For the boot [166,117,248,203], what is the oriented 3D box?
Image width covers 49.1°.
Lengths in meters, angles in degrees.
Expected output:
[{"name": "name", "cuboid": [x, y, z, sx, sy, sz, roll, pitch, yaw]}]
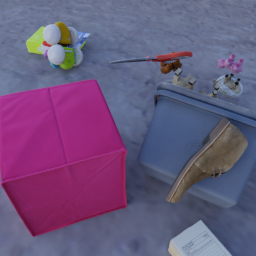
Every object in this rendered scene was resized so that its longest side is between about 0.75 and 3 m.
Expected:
[{"name": "boot", "cuboid": [1.578, 0.773, 5.571, 0.785, 0.766, 2.081, 41, 81, 10]}]

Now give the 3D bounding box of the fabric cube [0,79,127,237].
[{"name": "fabric cube", "cuboid": [-1.420, 0.613, 6.378, 2.328, 2.284, 2.321, -14, 47, -14]}]

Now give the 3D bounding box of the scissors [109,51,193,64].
[{"name": "scissors", "cuboid": [0.715, -1.849, 7.315, 2.508, 0.175, 0.917, -12, 5, -43]}]

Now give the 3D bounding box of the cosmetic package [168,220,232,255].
[{"name": "cosmetic package", "cuboid": [1.626, 2.762, 5.455, 0.868, 0.586, 1.649, -23, 50, -21]}]

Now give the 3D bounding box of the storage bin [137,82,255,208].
[{"name": "storage bin", "cuboid": [1.674, 0.552, 6.825, 2.940, 2.140, 1.975, 23, 75, 16]}]

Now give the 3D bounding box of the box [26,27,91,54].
[{"name": "box", "cuboid": [-2.842, -3.574, 11.677, 2.292, 0.546, 1.397, 11, 47, 10]}]

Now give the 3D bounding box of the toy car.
[{"name": "toy car", "cuboid": [-2.609, -2.995, 10.490, 1.281, 1.708, 1.495, -9, 6, 31]}]

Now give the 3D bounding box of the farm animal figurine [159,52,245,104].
[{"name": "farm animal figurine", "cuboid": [2.284, -1.260, 9.038, 2.676, 1.346, 2.161, 6, 65, 2]}]
